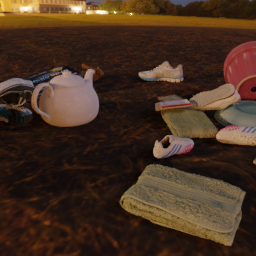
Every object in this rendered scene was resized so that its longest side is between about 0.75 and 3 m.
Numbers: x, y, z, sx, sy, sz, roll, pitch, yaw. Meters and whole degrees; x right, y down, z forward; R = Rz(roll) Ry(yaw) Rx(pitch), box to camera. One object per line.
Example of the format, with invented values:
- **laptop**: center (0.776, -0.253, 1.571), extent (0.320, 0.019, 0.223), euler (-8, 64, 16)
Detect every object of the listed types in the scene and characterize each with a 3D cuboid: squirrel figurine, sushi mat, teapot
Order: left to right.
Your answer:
- **teapot**: center (-2.499, -1.359, 11.598), extent (2.651, 1.961, 2.686), euler (-6, 27, -12)
- **squirrel figurine**: center (-2.158, -3.329, 17.184), extent (1.366, 0.967, 1.275), euler (29, 25, 21)
- **sushi mat**: center (2.478, -1.133, 13.245), extent (1.107, 0.140, 2.314), euler (-12, 28, -26)

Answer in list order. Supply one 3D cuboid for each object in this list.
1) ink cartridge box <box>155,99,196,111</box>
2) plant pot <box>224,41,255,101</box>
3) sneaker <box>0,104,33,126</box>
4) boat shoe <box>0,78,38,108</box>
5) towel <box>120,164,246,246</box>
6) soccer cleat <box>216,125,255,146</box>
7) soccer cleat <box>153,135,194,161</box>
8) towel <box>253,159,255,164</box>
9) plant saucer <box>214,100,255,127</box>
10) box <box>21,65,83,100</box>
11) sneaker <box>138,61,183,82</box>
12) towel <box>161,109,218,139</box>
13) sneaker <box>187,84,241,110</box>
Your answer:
- **ink cartridge box**: center (1.957, -1.013, 11.777), extent (1.297, 0.455, 1.596), euler (-7, -4, -9)
- **plant pot**: center (6.004, -2.399, 13.405), extent (2.685, 2.685, 2.403), euler (6, 43, 13)
- **sneaker**: center (-4.914, -0.668, 11.532), extent (2.299, 0.862, 0.996), euler (5, 19, 9)
- **boat shoe**: center (-4.070, -1.251, 10.356), extent (0.979, 0.882, 2.769), euler (-26, 5, 10)
- **towel**: center (1.379, 1.705, 6.914), extent (2.714, 0.495, 2.014), euler (12, 27, 24)
- **soccer cleat**: center (4.036, 0.286, 9.696), extent (1.852, 0.647, 0.800), euler (-4, 27, -9)
- **soccer cleat**: center (1.550, 0.516, 9.121), extent (1.686, 0.728, 0.589), euler (-17, 31, -33)
- **towel**: center (4.596, 1.071, 8.530), extent (1.312, 0.239, 0.974), euler (17, 32, 32)
- **plant saucer**: center (5.167, -0.609, 11.669), extent (2.994, 0.576, 2.994), euler (0, 25, 0)
- **box**: center (-4.168, -2.527, 15.117), extent (2.801, 0.644, 2.226), euler (-27, 36, -29)
- **sneaker**: center (1.982, -3.457, 16.904), extent (2.731, 1.184, 1.024), euler (1, 27, 4)
- **towel**: center (2.361, -0.199, 10.959), extent (1.771, 0.435, 2.387), euler (-2, 25, -7)
- **sneaker**: center (3.597, -1.081, 11.939), extent (2.239, 0.901, 0.855), euler (-13, 49, 40)
